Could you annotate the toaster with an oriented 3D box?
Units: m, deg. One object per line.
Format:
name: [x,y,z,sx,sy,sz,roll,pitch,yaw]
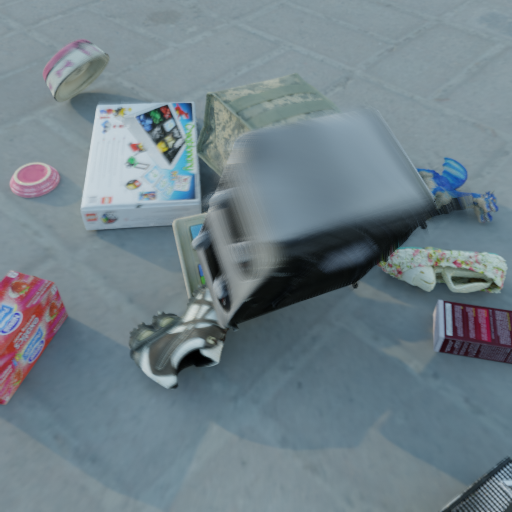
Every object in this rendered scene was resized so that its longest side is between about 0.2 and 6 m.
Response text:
toaster: [0.806,-0.492,8.377,3.206,2.899,1.903,-17,72,-22]

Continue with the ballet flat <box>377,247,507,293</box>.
ballet flat: [3.386,0.285,10.176,2.350,0.889,0.751,2,58,5]

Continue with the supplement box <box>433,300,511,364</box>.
supplement box: [3.808,1.292,9.464,1.522,0.463,0.828,8,47,9]

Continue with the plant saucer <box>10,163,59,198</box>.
plant saucer: [-4.919,-1.722,12.392,1.057,0.268,1.057,0,47,0]

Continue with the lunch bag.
lunch bag: [0.737,-2.132,11.599,2.631,1.886,3.208,-24,60,-34]

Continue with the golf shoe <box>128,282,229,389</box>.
golf shoe: [-0.769,1.190,9.321,2.629,1.022,1.242,-36,64,-19]

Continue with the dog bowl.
dog bowl: [-4.599,-4.723,14.144,0.648,1.759,1.759,49,56,-7]

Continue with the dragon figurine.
dragon figurine: [3.930,-1.552,11.884,1.314,0.778,2.642,-17,50,-15]

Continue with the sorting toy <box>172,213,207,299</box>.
sorting toy: [-0.531,-0.052,10.181,1.716,0.313,1.588,-13,91,-15]

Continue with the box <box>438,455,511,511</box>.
box: [2.997,4.495,6.300,3.144,0.773,3.256,-27,53,-19]

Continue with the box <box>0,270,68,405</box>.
box: [-4.040,1.290,9.132,0.915,0.955,1.916,14,49,13]

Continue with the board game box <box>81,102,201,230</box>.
board game box: [-2.471,-2.142,12.485,2.373,0.651,3.759,-3,47,-5]
